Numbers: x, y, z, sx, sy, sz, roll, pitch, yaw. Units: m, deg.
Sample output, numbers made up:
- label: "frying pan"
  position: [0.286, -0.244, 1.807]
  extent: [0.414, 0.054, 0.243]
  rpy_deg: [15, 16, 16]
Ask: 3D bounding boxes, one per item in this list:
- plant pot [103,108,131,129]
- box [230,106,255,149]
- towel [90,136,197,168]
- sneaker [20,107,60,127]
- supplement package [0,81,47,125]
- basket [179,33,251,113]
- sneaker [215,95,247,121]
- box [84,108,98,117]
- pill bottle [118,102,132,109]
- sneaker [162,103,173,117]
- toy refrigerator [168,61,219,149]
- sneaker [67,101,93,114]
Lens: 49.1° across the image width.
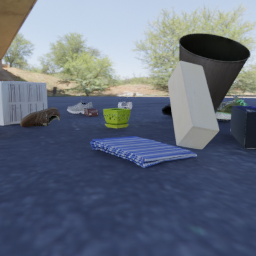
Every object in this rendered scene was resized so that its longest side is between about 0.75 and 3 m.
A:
- label: "plant pot"
  position: [-0.418, -0.374, 10.651]
  extent: [0.780, 0.708, 0.776]
  rpy_deg: [7, 10, 42]
- label: "box"
  position: [3.921, -0.080, 7.749]
  extent: [1.769, 0.988, 2.507]
  rpy_deg: [-1, 8, 12]
- label: "towel"
  position: [0.267, 0.502, 6.442]
  extent: [1.532, 0.252, 2.116]
  rpy_deg: [-4, 11, -37]
- label: "sneaker"
  position: [-3.333, -0.316, 10.732]
  extent: [1.514, 0.572, 0.533]
  rpy_deg: [-26, -25, -19]
- label: "supplement package"
  position: [-5.014, -1.138, 12.237]
  extent: [1.767, 1.754, 2.328]
  rpy_deg: [5, 9, 30]
- label: "basket"
  position: [3.098, -1.983, 11.345]
  extent: [2.637, 2.925, 1.989]
  rpy_deg: [18, 46, 14]
- label: "sneaker"
  position: [4.808, -0.880, 12.116]
  extent: [2.642, 1.171, 1.016]
  rpy_deg: [5, 0, 27]
- label: "box"
  position: [-2.012, -0.861, 15.227]
  extent: [0.534, 0.400, 1.066]
  rpy_deg: [-3, 10, -24]
- label: "pill bottle"
  position: [-0.203, -1.585, 19.791]
  extent: [0.918, 0.534, 0.534]
  rpy_deg: [5, 9, 26]
- label: "sneaker"
  position: [2.770, -0.832, 13.869]
  extent: [1.147, 0.960, 2.528]
  rpy_deg: [-19, 12, -38]
- label: "toy refrigerator"
  position: [1.491, -0.571, 6.564]
  extent: [0.710, 2.029, 0.770]
  rpy_deg: [9, -39, -14]
- label: "sneaker"
  position: [-2.756, -1.229, 16.433]
  extent: [1.862, 0.763, 0.696]
  rpy_deg: [4, 9, 28]
